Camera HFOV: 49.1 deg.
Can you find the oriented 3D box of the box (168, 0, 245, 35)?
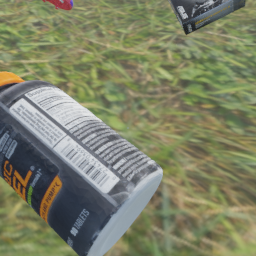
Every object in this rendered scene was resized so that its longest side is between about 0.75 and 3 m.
[{"bbox_3d":[1.547,-3.012,6.109,1.334,0.407,1.685,-24,63,13],"label":"box"}]

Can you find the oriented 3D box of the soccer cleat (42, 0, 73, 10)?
[{"bbox_3d":[-1.820,-3.211,5.661,1.886,0.629,0.721,35,74,-20],"label":"soccer cleat"}]

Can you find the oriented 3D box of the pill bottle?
[{"bbox_3d":[-0.983,0.308,3.779,2.686,1.427,1.427,37,61,19],"label":"pill bottle"}]
